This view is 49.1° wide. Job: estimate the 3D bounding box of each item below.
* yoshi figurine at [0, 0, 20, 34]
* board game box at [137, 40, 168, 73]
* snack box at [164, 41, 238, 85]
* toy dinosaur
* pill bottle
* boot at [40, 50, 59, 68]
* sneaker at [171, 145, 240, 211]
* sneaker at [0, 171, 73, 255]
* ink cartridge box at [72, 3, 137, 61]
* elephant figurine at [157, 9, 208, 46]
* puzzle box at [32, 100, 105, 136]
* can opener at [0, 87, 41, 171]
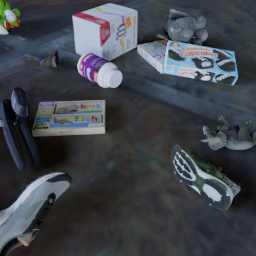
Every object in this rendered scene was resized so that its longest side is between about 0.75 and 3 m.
[{"bbox_3d":[-6.914,-5.866,14.633,1.617,1.611,2.877,6,37,17],"label":"yoshi figurine"},{"bbox_3d":[1.562,-3.198,12.345,1.478,0.376,2.198,-17,44,-19],"label":"board game box"},{"bbox_3d":[2.872,-2.632,11.178,2.765,0.513,1.606,10,50,1],"label":"snack box"},{"bbox_3d":[3.116,0.273,8.170,2.105,0.810,1.076,11,55,2],"label":"toy dinosaur"},{"bbox_3d":[-1.058,-2.164,10.679,0.979,0.979,1.740,-33,50,-32],"label":"pill bottle"},{"bbox_3d":[-3.336,-2.951,11.930,0.683,0.526,1.409,-10,33,-1],"label":"boot"},{"bbox_3d":[1.944,1.154,7.146,0.923,0.801,2.083,-11,43,-37],"label":"sneaker"},{"bbox_3d":[-2.120,1.912,6.117,0.959,0.894,2.420,36,57,22],"label":"sneaker"},{"bbox_3d":[-0.951,-4.288,12.546,1.752,1.760,2.423,28,48,29],"label":"ink cartridge box"},{"bbox_3d":[2.257,-4.556,13.049,1.834,2.011,2.592,-35,45,-7],"label":"elephant figurine"},{"bbox_3d":[-1.842,-0.359,9.105,2.240,0.285,1.490,-3,40,-3],"label":"puzzle box"},{"bbox_3d":[-3.227,0.068,8.174,0.931,1.155,2.938,-10,51,-21],"label":"can opener"}]
